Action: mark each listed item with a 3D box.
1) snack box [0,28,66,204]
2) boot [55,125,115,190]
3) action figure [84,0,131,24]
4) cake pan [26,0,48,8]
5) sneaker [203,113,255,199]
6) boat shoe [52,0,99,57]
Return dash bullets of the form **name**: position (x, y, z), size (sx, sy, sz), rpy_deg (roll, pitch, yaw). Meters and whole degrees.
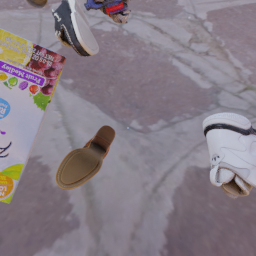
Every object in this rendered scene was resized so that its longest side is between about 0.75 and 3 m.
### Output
- **snack box**: position (-2.640, -0.386, 4.808), size (2.322, 2.754, 0.932), rpy_deg (20, 5, -17)
- **boot**: position (-0.874, 0.732, 5.267), size (0.602, 1.219, 1.570), rpy_deg (32, 48, -2)
- **action figure**: position (-0.177, -3.687, 7.309), size (1.965, 1.901, 1.028), rpy_deg (-7, 7, 5)
- **cake pan**: position (-3.315, -4.842, 10.062), size (1.014, 1.014, 0.186), rpy_deg (11, 49, 10)
- **sneaker**: position (2.442, 0.676, 5.282), size (2.394, 0.899, 1.376), rpy_deg (17, 64, -19)
- **boat shoe**: position (-0.879, -1.531, 4.325), size (0.513, 0.629, 1.702), rpy_deg (-29, 47, 9)
